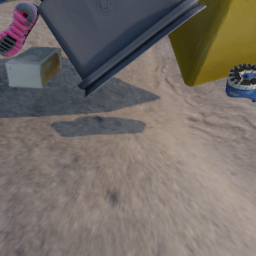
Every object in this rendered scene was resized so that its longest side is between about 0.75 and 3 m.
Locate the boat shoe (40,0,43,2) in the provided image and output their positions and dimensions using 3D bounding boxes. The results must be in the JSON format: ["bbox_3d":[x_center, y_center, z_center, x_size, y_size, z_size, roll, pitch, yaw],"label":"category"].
[{"bbox_3d":[-1.447,-3.156,5.688,0.931,2.612,0.843,43,75,14],"label":"boat shoe"}]

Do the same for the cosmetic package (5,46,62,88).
[{"bbox_3d":[-1.927,-1.315,5.916,0.717,0.485,1.364,5,30,4],"label":"cosmetic package"}]

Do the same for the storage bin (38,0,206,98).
[{"bbox_3d":[-0.191,-1.922,4.762,2.364,1.587,1.720,-34,12,14],"label":"storage bin"}]

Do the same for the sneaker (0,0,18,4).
[{"bbox_3d":[-3.554,-3.035,6.198,2.764,1.061,1.538,-20,7,4],"label":"sneaker"}]

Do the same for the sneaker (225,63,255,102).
[{"bbox_3d":[2.894,-0.988,5.881,1.802,0.803,0.708,-5,66,-1],"label":"sneaker"}]

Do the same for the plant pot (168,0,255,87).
[{"bbox_3d":[2.325,-2.969,5.945,2.859,2.522,2.859,-15,74,0],"label":"plant pot"}]

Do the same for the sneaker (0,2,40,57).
[{"bbox_3d":[-2.095,-1.900,5.428,0.495,1.254,0.598,40,26,-19],"label":"sneaker"}]
